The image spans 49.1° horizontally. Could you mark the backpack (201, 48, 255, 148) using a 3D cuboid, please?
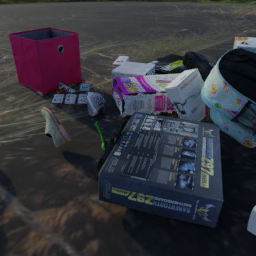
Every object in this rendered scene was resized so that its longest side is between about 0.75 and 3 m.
[{"bbox_3d":[3.102,-0.829,7.220,2.352,1.803,2.067,42,57,6],"label":"backpack"}]

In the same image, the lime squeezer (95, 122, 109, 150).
[{"bbox_3d":[-0.323,0.475,7.002,1.469,0.519,0.277,40,21,3],"label":"lime squeezer"}]

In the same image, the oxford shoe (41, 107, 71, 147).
[{"bbox_3d":[-2.077,-0.054,7.531,0.513,0.492,1.391,-37,55,-10],"label":"oxford shoe"}]

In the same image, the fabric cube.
[{"bbox_3d":[-3.250,-2.796,11.279,2.007,2.000,1.968,23,36,35],"label":"fabric cube"}]

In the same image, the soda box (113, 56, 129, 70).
[{"bbox_3d":[-0.322,-2.982,13.177,0.486,0.454,1.427,6,30,10],"label":"soda box"}]

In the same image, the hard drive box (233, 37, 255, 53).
[{"bbox_3d":[6.670,-3.679,13.791,2.780,1.068,2.167,8,31,13],"label":"hard drive box"}]

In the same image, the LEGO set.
[{"bbox_3d":[-2.062,-1.325,10.498,1.252,0.411,1.676,-1,41,-1],"label":"LEGO set"}]

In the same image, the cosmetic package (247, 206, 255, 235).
[{"bbox_3d":[2.860,1.764,4.625,0.751,0.547,1.477,-24,36,-36],"label":"cosmetic package"}]

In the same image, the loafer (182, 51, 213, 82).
[{"bbox_3d":[2.832,-1.999,10.196,0.833,0.806,2.374,-6,50,-21],"label":"loafer"}]

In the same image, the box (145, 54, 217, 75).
[{"bbox_3d":[2.237,-2.542,12.236,2.476,0.609,2.564,25,37,32],"label":"box"}]

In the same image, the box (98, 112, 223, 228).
[{"bbox_3d":[0.875,0.675,6.287,2.287,0.740,2.901,9,31,11],"label":"box"}]

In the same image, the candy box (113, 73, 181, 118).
[{"bbox_3d":[0.950,-1.171,9.530,2.716,0.828,1.852,-6,28,-10],"label":"candy box"}]

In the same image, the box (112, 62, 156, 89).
[{"bbox_3d":[0.254,-2.034,11.142,1.367,0.780,1.487,11,31,19],"label":"box"}]

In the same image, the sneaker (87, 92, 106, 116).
[{"bbox_3d":[-1.033,-0.881,9.302,0.618,0.563,1.507,-4,29,-5],"label":"sneaker"}]

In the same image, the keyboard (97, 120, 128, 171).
[{"bbox_3d":[-0.331,0.289,6.698,0.155,0.958,1.508,29,43,1],"label":"keyboard"}]

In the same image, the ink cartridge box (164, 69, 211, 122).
[{"bbox_3d":[1.801,-0.893,8.135,0.978,1.347,0.562,-41,24,-22],"label":"ink cartridge box"}]
